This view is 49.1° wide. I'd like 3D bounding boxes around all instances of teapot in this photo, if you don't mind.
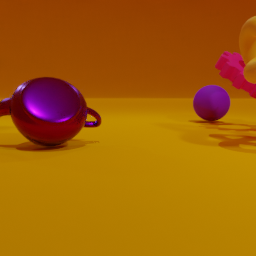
[{"bbox_3d":[-1.313,-0.201,4.429,1.862,1.158,0.912,4,-34,-19],"label":"teapot"}]

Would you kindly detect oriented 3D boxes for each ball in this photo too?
[{"bbox_3d":[2.534,-0.753,8.516,1.088,1.088,1.088,0,7,0],"label":"ball"}]

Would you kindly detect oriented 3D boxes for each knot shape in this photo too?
[{"bbox_3d":[2.625,-0.932,4.129,1.876,0.926,2.005,18,21,-3],"label":"knot shape"}]

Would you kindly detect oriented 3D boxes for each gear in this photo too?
[{"bbox_3d":[2.926,-1.216,6.591,1.733,0.320,1.733,16,36,-12],"label":"gear"}]
